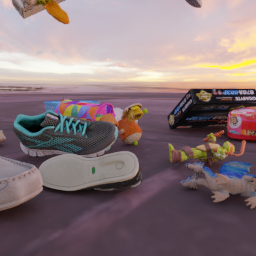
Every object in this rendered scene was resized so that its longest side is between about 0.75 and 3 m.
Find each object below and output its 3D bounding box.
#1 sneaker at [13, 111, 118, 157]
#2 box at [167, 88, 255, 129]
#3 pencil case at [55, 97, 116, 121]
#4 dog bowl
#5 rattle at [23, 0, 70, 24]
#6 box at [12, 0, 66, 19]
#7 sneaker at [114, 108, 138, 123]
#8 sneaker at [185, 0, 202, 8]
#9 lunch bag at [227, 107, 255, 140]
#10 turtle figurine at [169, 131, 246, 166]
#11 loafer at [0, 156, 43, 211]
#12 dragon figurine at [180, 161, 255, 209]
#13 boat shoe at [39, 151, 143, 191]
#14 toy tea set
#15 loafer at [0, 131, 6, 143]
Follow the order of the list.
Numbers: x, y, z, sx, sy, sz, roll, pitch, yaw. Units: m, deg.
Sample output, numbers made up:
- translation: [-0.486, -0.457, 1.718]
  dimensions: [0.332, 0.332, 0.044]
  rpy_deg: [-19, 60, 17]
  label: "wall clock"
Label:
- translation: [-1.174, 0.078, 5.026]
  dimensions: [1.954, 0.758, 0.891]
  rpy_deg: [-5, -35, 8]
  label: "sneaker"
- translation: [2.422, -0.539, 8.169]
  dimensions: [2.099, 0.483, 1.668]
  rpy_deg: [-2, -23, -17]
  label: "box"
- translation: [-1.296, -0.372, 8.302]
  dimensions: [0.972, 0.972, 2.200]
  rpy_deg: [-8, 14, -43]
  label: "pencil case"
- translation: [-2.469, -0.889, 12.552]
  dimensions: [2.466, 0.611, 1.374]
  rpy_deg: [-4, 10, -21]
  label: "dog bowl"
- translation: [-1.115, -2.273, 4.278]
  dimensions: [0.758, 1.062, 0.691]
  rpy_deg: [38, 23, 7]
  label: "rattle"
- translation: [-2.485, -3.683, 7.871]
  dimensions: [1.441, 0.592, 0.493]
  rpy_deg: [-38, -6, -22]
  label: "box"
- translation: [-0.459, -0.366, 9.192]
  dimensions: [1.721, 0.609, 0.629]
  rpy_deg: [-6, 11, -33]
  label: "sneaker"
- translation: [1.832, -4.002, 7.972]
  dimensions: [0.511, 0.566, 1.382]
  rpy_deg: [34, 5, 41]
  label: "sneaker"
- translation: [3.431, -0.088, 6.924]
  dimensions: [1.854, 0.759, 1.633]
  rpy_deg: [3, 10, 21]
  label: "lunch bag"
- translation: [1.311, 0.393, 4.857]
  dimensions: [1.177, 0.470, 1.459]
  rpy_deg: [-6, 12, 7]
  label: "turtle figurine"
- translation: [-2.158, 0.423, 3.296]
  dimensions: [2.515, 0.878, 0.879]
  rpy_deg: [3, 9, 17]
  label: "loafer"
- translation: [1.331, 0.648, 3.421]
  dimensions: [1.367, 0.402, 0.680]
  rpy_deg: [1, 9, 11]
  label: "dragon figurine"
- translation: [-0.519, 0.636, 3.739]
  dimensions: [1.429, 0.513, 0.483]
  rpy_deg: [-5, -30, 13]
  label: "boat shoe"
- translation: [-0.372, 0.164, 6.014]
  dimensions: [1.787, 0.661, 1.063]
  rpy_deg: [-21, -20, -14]
  label: "toy tea set"
- translation: [-3.595, 0.085, 6.352]
  dimensions: [1.754, 0.599, 0.664]
  rpy_deg: [3, 9, 16]
  label: "loafer"
